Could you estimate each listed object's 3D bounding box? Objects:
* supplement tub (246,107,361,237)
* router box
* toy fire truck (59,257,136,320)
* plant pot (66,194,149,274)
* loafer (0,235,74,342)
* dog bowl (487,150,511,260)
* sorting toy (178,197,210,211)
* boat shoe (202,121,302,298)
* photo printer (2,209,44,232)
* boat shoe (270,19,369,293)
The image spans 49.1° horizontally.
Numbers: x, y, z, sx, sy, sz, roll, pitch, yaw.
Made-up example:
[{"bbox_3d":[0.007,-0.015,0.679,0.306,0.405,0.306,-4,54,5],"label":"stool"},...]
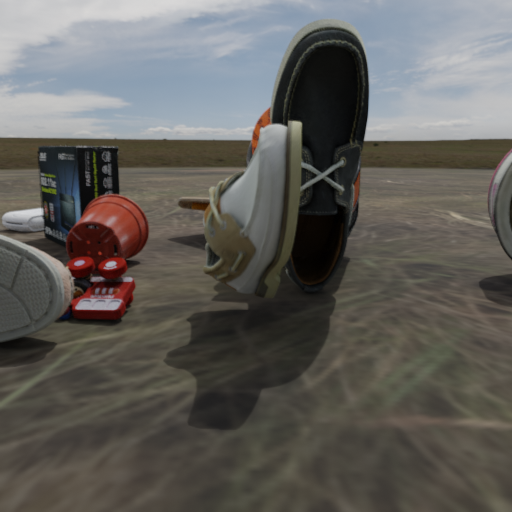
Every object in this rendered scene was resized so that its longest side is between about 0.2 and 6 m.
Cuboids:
[{"bbox_3d":[0.779,-1.160,8.710,1.665,1.665,2.718,2,-19,10],"label":"supplement tub"},{"bbox_3d":[-3.376,-1.136,10.602,0.776,1.871,2.496,-7,13,-35],"label":"router box"},{"bbox_3d":[-1.875,0.435,6.361,0.959,0.538,0.805,1,30,9],"label":"toy fire truck"},{"bbox_3d":[-2.340,-0.286,8.651,1.124,1.124,1.093,1,19,4],"label":"plant pot"},{"bbox_3d":[-3.306,0.258,5.767,3.203,1.151,1.007,-1,4,9],"label":"loafer"},{"bbox_3d":[4.291,-0.808,7.820,2.212,2.212,0.816,0,18,1],"label":"dog bowl"},{"bbox_3d":[-0.090,-0.951,11.752,2.588,0.381,1.913,4,-1,-40],"label":"sorting toy"},{"bbox_3d":[-0.090,-0.316,5.489,0.867,0.948,2.536,8,-33,-2],"label":"boat shoe"},{"bbox_3d":[-5.056,-0.813,12.749,0.987,0.412,1.187,8,14,30],"label":"photo printer"},{"bbox_3d":[0.754,-0.980,6.501,1.187,3.304,1.117,-3,44,-8],"label":"boat shoe"}]
